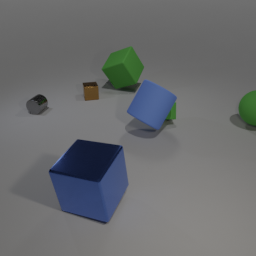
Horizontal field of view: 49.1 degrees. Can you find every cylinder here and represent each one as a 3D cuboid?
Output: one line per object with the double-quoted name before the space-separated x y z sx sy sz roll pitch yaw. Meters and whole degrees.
"cylinder" -4.041 -1.057 12.465 0.700 0.700 0.700 8 30 13
"cylinder" 0.882 -0.864 10.426 1.400 1.400 1.400 29 5 -3

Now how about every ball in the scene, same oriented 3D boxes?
"ball" 5.091 -0.785 11.001 1.400 1.400 1.400 0 29 0

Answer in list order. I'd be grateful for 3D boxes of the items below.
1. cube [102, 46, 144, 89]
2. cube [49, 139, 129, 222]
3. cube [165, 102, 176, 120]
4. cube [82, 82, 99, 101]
"cube" -0.236 -3.100 14.481 1.400 1.400 1.400 -8 44 36
"cube" -0.936 1.306 7.253 1.400 1.400 1.400 7 35 22
"cube" 1.507 -0.703 11.498 0.700 0.700 0.700 1 0 -19
"cube" -1.844 -1.830 13.864 0.700 0.700 0.700 -7 30 -12
